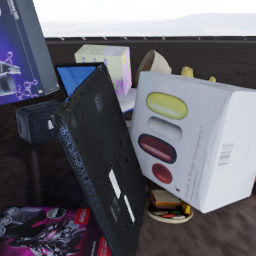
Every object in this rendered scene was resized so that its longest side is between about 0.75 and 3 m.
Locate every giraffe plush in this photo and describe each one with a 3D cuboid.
[{"bbox_3d":[2.521,-1.502,10.357,1.266,1.348,1.562,12,32,10],"label":"giraffe plush"}]

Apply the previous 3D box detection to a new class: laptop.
[{"bbox_3d":[-0.636,0.357,4.172,1.355,2.326,2.624,-10,26,18],"label":"laptop"}]

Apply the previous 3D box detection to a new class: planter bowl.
[{"bbox_3d":[1.212,-2.456,12.405,1.099,1.633,1.633,22,16,-19],"label":"planter bowl"}]

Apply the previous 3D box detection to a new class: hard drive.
[{"bbox_3d":[-0.313,-1.014,10.173,1.620,0.311,2.455,16,27,33],"label":"hard drive"}]

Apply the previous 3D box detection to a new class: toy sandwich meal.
[{"bbox_3d":[0.647,1.221,4.416,0.814,0.279,0.814,4,5,0],"label":"toy sandwich meal"}]

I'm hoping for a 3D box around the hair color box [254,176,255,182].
[{"bbox_3d":[2.810,0.643,5.634,1.003,0.605,1.976,-6,22,-17],"label":"hair color box"}]

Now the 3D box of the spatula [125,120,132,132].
[{"bbox_3d":[-0.407,0.119,7.540,1.960,0.157,1.363,-9,29,-29],"label":"spatula"}]

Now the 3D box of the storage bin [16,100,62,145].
[{"bbox_3d":[-2.154,-0.175,7.345,0.596,0.859,1.270,19,29,41],"label":"storage bin"}]

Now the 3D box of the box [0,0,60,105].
[{"bbox_3d":[-3.187,-2.044,7.537,1.837,2.603,1.026,-12,15,10],"label":"box"}]

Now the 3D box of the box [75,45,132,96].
[{"bbox_3d":[-0.826,-2.049,9.889,1.703,1.498,0.823,8,41,17],"label":"box"}]

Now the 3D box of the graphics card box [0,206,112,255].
[{"bbox_3d":[-0.997,1.519,3.687,1.704,0.433,1.069,0,22,3],"label":"graphics card box"}]

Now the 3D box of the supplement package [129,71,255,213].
[{"bbox_3d":[1.183,0.084,5.026,1.440,1.872,1.958,-2,18,-39],"label":"supplement package"}]
